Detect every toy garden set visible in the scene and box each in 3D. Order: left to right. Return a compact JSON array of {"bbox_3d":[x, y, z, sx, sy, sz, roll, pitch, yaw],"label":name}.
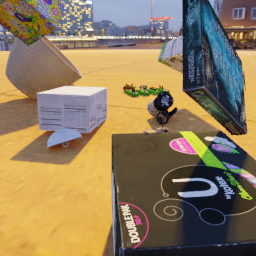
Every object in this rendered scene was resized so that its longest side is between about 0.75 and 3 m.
[{"bbox_3d":[0.755,-1.862,13.060,1.855,0.370,1.547,-8,21,-23],"label":"toy garden set"}]

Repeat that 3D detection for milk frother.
[{"bbox_3d":[0.982,-0.518,8.838,0.947,0.855,0.891,-42,-1,-22],"label":"milk frother"}]

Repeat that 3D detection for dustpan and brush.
[{"bbox_3d":[-1.660,0.218,7.168,0.859,0.352,1.231,-18,29,-13],"label":"dustpan and brush"}]

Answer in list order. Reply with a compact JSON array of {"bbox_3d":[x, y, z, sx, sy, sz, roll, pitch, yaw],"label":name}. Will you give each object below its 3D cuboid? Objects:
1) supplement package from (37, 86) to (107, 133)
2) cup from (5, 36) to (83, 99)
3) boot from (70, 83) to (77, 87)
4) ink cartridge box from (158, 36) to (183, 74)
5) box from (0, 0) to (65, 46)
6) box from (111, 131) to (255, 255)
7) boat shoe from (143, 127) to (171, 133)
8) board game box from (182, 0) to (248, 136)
[{"bbox_3d":[-1.533,-0.605,8.149,1.448,1.031,1.860,4,14,10],"label":"supplement package"},{"bbox_3d":[-3.664,-2.459,11.474,2.143,2.997,2.997,-44,21,5],"label":"cup"},{"bbox_3d":[-2.577,-1.605,12.153,0.757,0.529,1.411,-20,27,-33],"label":"boot"},{"bbox_3d":[2.154,-2.660,10.293,1.378,0.796,1.887,21,-2,-19],"label":"ink cartridge box"},{"bbox_3d":[-1.937,-2.238,5.309,0.960,0.608,0.997,-12,-33,36],"label":"box"},{"bbox_3d":[0.648,1.019,3.103,1.636,1.369,2.203,-2,20,-5],"label":"box"},{"bbox_3d":[0.899,0.188,6.942,0.496,0.449,1.393,-16,24,-38],"label":"boat shoe"},{"bbox_3d":[1.284,-0.767,3.938,0.276,1.325,1.959,-9,-21,34],"label":"board game box"}]
